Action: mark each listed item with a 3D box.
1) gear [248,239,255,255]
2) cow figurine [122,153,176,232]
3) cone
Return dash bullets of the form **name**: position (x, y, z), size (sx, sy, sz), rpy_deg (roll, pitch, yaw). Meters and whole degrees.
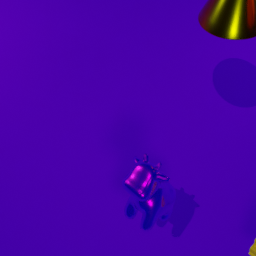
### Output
- **gear**: position (2.902, 2.175, 5.716), size (1.151, 1.151, 0.213), rpy_deg (-49, 52, -7)
- **cow figurine**: position (0.483, 1.208, 5.437), size (0.842, 1.535, 1.510), rpy_deg (30, 109, 36)
- **cone**: position (2.130, -2.710, 5.253), size (1.455, 1.461, 1.455), rpy_deg (-3, 54, 5)
